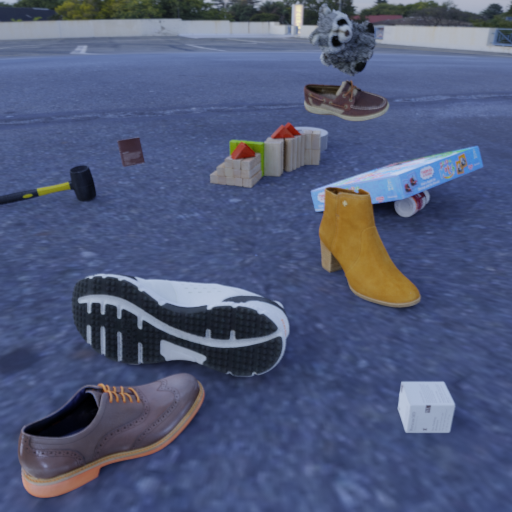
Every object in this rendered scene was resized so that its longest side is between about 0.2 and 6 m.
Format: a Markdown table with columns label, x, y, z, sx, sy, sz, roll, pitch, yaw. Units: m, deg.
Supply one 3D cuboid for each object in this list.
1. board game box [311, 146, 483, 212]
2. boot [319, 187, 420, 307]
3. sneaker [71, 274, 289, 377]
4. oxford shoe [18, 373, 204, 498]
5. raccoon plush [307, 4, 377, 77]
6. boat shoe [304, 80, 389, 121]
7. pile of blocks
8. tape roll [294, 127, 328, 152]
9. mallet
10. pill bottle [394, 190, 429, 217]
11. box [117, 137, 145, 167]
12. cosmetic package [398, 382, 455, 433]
| label | x | y | z | sx | sy | sz | roll | pitch | yaw |
| --- | --- | --- | --- | --- | --- | --- | --- | --- | --- |
| board game box | 3.180 | -1.724 | 12.615 | 3.173 | 0.581 | 2.400 | -23 | 12 | -38 |
| boot | 1.802 | -0.231 | 9.157 | 0.778 | 1.583 | 2.212 | -18 | 31 | -31 |
| sneaker | -1.033 | 0.879 | 7.685 | 3.134 | 1.155 | 1.254 | 11 | 12 | 14 |
| oxford shoe | -1.443 | 1.703 | 5.991 | 2.138 | 0.779 | 0.762 | -23 | 33 | -39 |
| raccoon plush | 1.595 | -4.785 | 12.797 | 1.560 | 1.127 | 2.329 | 14 | -8 | -25 |
| boat shoe | 2.032 | -3.635 | 12.859 | 1.996 | 0.719 | 0.720 | 14 | 60 | 22 |
| pile of blocks | 0.346 | -2.976 | 15.396 | 1.627 | 1.231 | 3.962 | 22 | 33 | 38 |
| tape roll | 1.491 | -3.673 | 17.724 | 1.529 | 0.505 | 1.529 | -1 | 25 | 0 |
| mallet | -4.957 | -1.391 | 13.092 | 2.424 | 0.798 | 0.499 | -20 | 33 | -7 |
| pill bottle | 3.503 | -1.219 | 12.522 | 0.499 | 0.499 | 0.874 | 19 | 31 | 34 |
| box | -2.564 | -2.127 | 11.480 | 0.448 | 0.546 | 0.453 | -12 | 13 | -12 |
| cosmetic package | 1.925 | 1.721 | 6.383 | 0.505 | 0.416 | 0.417 | -1 | 26 | 0 |
